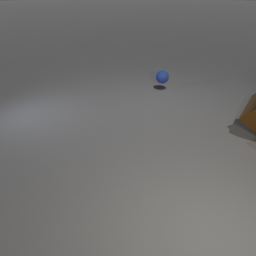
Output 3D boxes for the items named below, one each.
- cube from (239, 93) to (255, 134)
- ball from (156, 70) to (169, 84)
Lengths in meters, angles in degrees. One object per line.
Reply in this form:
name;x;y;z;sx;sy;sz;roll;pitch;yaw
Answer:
cube;5.186;-0.587;10.039;1.400;1.400;1.400;40;63;-1
ball;1.843;-2.727;14.974;0.700;0.700;0.700;0;28;0
